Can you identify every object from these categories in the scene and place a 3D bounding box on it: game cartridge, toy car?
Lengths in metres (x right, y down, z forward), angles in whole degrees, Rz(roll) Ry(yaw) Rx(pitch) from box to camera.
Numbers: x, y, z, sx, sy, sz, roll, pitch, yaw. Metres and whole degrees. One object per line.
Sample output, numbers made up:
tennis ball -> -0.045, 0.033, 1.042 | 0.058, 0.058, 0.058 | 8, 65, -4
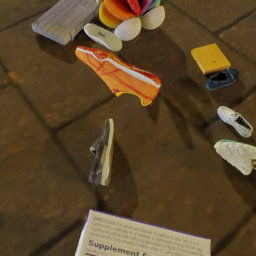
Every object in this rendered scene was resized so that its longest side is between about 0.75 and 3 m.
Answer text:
game cartridge -> 3.006, -2.549, 10.282 | 1.050, 0.193, 1.191 | -16, 58, -9
toy car -> 0.195, -4.739, 10.292 | 2.574, 1.930, 2.253 | -30, 88, -17
game cartridge -> -2.383, -4.453, 11.287 | 1.663, 0.492, 2.566 | 30, 63, 12

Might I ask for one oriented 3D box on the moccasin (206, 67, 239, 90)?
moccasin -> 3.318, -1.714, 9.598 | 1.341, 0.457, 0.540 | -30, 63, -17

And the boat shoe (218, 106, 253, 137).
boat shoe -> 3.387, -0.295, 8.755 | 0.475, 0.431, 1.292 | -35, 65, -19

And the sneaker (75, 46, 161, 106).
sneaker -> -0.236, -0.836, 4.422 | 1.499, 0.578, 0.547 | 32, 24, 11

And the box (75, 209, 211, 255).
box -> 0.062, 3.470, 5.624 | 2.640, 1.506, 2.870 | 15, 60, -3

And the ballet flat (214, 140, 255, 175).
ballet flat -> 3.620, 0.979, 7.738 | 2.470, 0.886, 0.886 | 14, 60, 10

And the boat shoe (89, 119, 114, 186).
boat shoe -> -0.756, 0.626, 8.032 | 0.668, 0.726, 2.032 | 4, 63, -3

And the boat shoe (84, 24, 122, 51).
boat shoe -> -0.651, -2.384, 7.297 | 0.382, 1.095, 0.390 | -61, 32, 8
